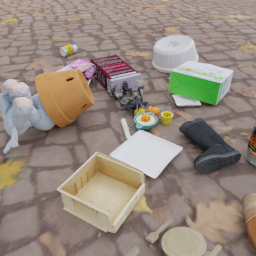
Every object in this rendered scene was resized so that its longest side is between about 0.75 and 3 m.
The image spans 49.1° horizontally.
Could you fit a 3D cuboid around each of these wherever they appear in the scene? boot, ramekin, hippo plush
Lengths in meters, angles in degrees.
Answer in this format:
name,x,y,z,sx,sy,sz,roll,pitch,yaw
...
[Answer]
name,x,y,z,sx,sy,sz,roll,pitch,yaw
boot,4.266,2.530,6.384,2.907,1.071,2.249,-6,36,7
boot,2.406,0.490,9.409,1.777,0.708,2.156,-5,39,-26
ramekin,2.483,-4.059,15.068,2.495,1.162,2.495,-9,39,8
hippo plush,-3.226,-0.537,9.681,1.875,2.333,1.858,-4,-15,-45

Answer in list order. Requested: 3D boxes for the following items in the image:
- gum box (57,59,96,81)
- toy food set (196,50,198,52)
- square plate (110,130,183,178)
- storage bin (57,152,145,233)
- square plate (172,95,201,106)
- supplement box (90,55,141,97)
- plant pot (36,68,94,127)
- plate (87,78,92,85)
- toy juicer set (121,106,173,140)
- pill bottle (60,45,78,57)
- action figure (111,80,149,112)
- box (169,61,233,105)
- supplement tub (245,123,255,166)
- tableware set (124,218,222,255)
name,x,y,z,sx,sy,sz,roll,pitch,yaw
gum box,-2.596,-2.476,13.261,1.090,0.635,1.921,28,53,34
toy food set,3.004,-3.911,15.997,1.394,0.405,2.019,22,51,36
square plate,0.620,0.850,9.338,1.788,0.257,1.805,24,42,29
storage bin,-0.651,1.708,7.656,1.716,0.810,1.728,19,39,25
square plate,2.539,-1.196,12.257,1.052,0.150,1.042,-2,32,-5
supplement box,-0.674,-2.650,13.726,1.525,0.853,2.802,-16,39,-20
plant pot,-2.202,-1.252,10.384,1.469,2.099,2.099,-22,36,4
plate,-2.862,-2.045,13.322,2.140,0.347,2.145,2,35,4
toy juicer set,0.534,-0.403,10.809,2.174,0.592,1.383,-20,40,-25
pill bottle,-3.536,-4.692,16.866,0.549,0.549,0.973,28,43,33
action figure,0.029,-1.381,11.625,1.277,1.096,2.148,-19,31,-19
box,3.303,-2.143,12.673,2.259,1.092,1.993,20,34,26
supplement tub,4.389,0.369,8.794,1.016,1.659,1.016,0,35,0
tableware set,0.855,3.032,6.132,2.314,0.464,1.530,-24,30,-39
